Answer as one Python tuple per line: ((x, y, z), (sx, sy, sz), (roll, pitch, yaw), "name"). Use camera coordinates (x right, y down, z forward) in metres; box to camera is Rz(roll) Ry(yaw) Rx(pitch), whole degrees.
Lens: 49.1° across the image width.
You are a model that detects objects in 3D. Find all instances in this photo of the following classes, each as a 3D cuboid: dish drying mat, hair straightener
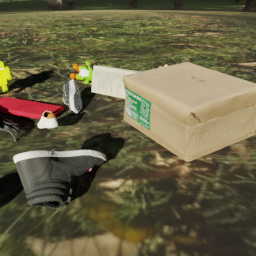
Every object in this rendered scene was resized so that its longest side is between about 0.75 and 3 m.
((-3.352, -0.630, 9.001), (2.473, 0.225, 0.950), (11, 27, 22), "dish drying mat")
((-3.969, -0.171, 7.850), (2.538, 0.519, 0.977), (27, 18, 31), "hair straightener")

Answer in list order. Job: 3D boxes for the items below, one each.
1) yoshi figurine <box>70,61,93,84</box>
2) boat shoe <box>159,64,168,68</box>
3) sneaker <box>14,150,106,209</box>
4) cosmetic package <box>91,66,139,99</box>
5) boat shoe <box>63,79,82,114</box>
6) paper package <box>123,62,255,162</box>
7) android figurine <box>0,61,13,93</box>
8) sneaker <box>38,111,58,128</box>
((-1.687, -2.255, 11.667), (1.540, 0.866, 0.862), (15, 47, 22), "yoshi figurine")
((1.857, -2.905, 13.391), (0.803, 0.278, 0.296), (8, 29, 16), "boat shoe")
((-1.184, 0.990, 5.495), (0.744, 1.044, 2.104), (-20, -15, 35), "sneaker")
((-0.304, -1.625, 10.043), (1.933, 1.001, 0.707), (15, 17, 24), "cosmetic package")
((-1.895, -0.983, 9.327), (0.533, 0.542, 1.503), (-24, 46, 11), "boat shoe")
((1.655, -0.639, 7.716), (2.748, 1.491, 2.883), (-16, 33, -29), "paper package")
((-4.770, -1.907, 10.287), (1.211, 1.330, 0.273), (-11, 0, 19), "android figurine")
((-2.234, -0.242, 7.790), (0.406, 0.472, 1.115), (-16, 8, -35), "sneaker")
